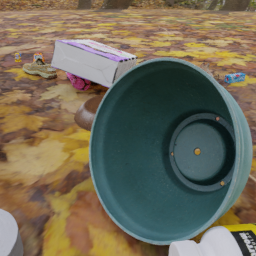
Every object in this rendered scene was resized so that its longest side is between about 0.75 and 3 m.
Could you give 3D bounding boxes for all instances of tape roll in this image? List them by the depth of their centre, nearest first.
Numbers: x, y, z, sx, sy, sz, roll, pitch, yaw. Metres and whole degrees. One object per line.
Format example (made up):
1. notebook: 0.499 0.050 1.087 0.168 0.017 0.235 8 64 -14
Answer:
1. tape roll: -2.427 1.920 4.278 1.510 0.499 1.510 -1 27 0

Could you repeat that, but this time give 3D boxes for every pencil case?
1. pencil case: -2.162 -2.169 11.778 0.833 0.807 1.779 21 15 -31

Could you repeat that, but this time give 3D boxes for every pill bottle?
1. pill bottle: 1.697 1.864 3.577 2.196 1.235 1.235 -3 28 -5

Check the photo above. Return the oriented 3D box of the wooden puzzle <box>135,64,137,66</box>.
1. wooden puzzle: 0.380 -2.659 13.291 1.279 0.257 1.382 10 34 17

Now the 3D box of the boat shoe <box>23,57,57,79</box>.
1. boat shoe: -4.140 -2.903 13.096 2.128 0.810 0.763 16 32 28

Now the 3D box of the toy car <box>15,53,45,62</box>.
1. toy car: -5.293 -3.699 14.814 1.897 0.631 0.930 4 28 6

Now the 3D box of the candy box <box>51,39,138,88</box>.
1. candy box: -1.208 -2.721 11.385 2.515 1.073 2.998 21 21 9

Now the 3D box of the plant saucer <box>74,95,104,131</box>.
1. plant saucer: -0.517 -0.592 9.120 2.486 0.455 2.486 1 28 0

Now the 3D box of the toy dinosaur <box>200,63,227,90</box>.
1. toy dinosaur: 2.780 -1.634 10.737 2.112 0.906 1.431 -38 34 -28

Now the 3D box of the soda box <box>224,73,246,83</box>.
1. soda box: 4.696 -2.198 12.297 0.914 0.310 0.293 -12 30 -22

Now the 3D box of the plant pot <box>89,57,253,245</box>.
1. plant pot: 0.943 0.398 5.132 2.889 2.889 1.935 26 13 40
